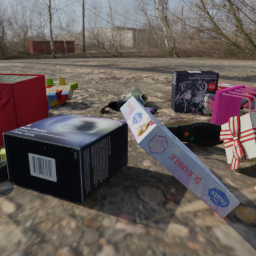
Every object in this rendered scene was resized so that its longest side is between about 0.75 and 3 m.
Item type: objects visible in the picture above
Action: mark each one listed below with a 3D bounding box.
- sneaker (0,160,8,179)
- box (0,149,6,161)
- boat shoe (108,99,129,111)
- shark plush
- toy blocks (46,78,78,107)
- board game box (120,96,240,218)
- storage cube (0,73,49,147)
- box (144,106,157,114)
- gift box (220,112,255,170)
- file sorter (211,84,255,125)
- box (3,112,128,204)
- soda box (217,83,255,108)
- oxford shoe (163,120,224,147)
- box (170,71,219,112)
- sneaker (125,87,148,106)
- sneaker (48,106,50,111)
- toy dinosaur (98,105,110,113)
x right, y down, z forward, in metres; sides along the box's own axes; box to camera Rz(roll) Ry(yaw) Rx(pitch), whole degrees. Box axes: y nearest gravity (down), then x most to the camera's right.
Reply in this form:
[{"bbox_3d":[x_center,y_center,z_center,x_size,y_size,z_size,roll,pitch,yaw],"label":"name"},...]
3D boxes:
[{"bbox_3d":[-3.546,1.197,7.374,0.573,0.545,1.446,-5,7,32],"label":"sneaker"},{"bbox_3d":[-3.388,0.796,8.743,1.190,0.298,0.448,-7,19,-18],"label":"box"},{"bbox_3d":[-0.316,-1.129,14.176,1.675,0.625,0.522,8,25,34],"label":"boat shoe"},{"bbox_3d":[4.813,-1.157,13.320,2.752,1.146,1.250,-4,19,-13],"label":"shark plush"},{"bbox_3d":[-4.192,-1.794,15.439,2.729,1.364,1.866,-4,29,-1],"label":"toy blocks"},{"bbox_3d":[1.047,0.527,6.598,2.594,0.535,2.600,41,8,-18],"label":"board game box"},{"bbox_3d":[-4.424,-0.734,10.260,2.155,2.267,2.522,4,19,11],"label":"storage cube"},{"bbox_3d":[0.857,-0.851,13.934,0.773,0.195,1.081,12,20,32],"label":"box"},{"bbox_3d":[3.461,0.407,7.935,1.389,1.372,1.487,1,-22,-21],"label":"gift box"},{"bbox_3d":[4.676,-0.741,11.416,1.450,1.607,2.312,21,27,41],"label":"file sorter"},{"bbox_3d":[-1.543,0.587,7.547,2.374,1.463,2.355,9,19,24],"label":"box"},{"bbox_3d":[5.729,-1.905,15.778,0.942,1.040,2.971,-16,23,-39],"label":"soda box"},{"bbox_3d":[2.227,0.069,9.645,2.426,0.881,1.024,4,21,8],"label":"oxford shoe"},{"bbox_3d":[3.340,-1.882,14.247,2.143,1.952,1.116,-1,18,-3],"label":"box"},{"bbox_3d":[0.573,-1.622,15.418,1.122,0.838,2.500,9,21,10],"label":"sneaker"},{"bbox_3d":[-4.134,-0.911,12.931,1.050,1.015,2.516,0,17,-19],"label":"sneaker"},{"bbox_3d":[-1.206,-0.945,14.017,0.521,0.392,0.767,-11,36,18],"label":"toy dinosaur"}]
